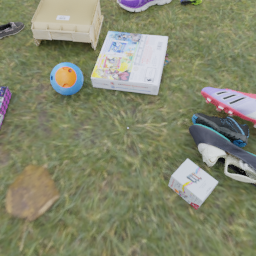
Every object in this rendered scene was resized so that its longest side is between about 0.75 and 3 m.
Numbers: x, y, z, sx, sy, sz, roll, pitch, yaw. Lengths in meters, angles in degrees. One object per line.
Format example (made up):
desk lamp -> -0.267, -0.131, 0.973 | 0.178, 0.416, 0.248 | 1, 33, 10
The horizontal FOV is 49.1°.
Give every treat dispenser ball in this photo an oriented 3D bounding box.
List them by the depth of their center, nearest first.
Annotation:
treat dispenser ball -> -2.170, -1.745, 9.966 | 1.144, 1.144, 1.144 | 0, 56, 0

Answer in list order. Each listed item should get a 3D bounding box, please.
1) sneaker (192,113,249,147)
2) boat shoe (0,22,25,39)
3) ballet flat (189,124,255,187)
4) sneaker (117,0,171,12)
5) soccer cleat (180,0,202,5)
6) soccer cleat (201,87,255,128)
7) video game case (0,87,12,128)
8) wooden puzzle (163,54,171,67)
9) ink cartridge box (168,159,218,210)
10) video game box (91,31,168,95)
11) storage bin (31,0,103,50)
sneaker -> 3.013, -0.060, 9.139 | 1.881, 0.689, 0.770 | 27, 62, 5
boat shoe -> -5.214, -4.269, 12.042 | 1.555, 0.443, 0.520 | -33, 62, -20
ballet flat -> 2.933, 0.874, 8.348 | 2.813, 1.028, 1.028 | 31, 62, 16
sneaker -> 0.789, -6.284, 12.957 | 2.787, 1.163, 1.124 | -22, 59, -13
soccer cleat -> 2.999, -6.083, 13.317 | 1.015, 0.328, 0.424 | -3, 58, -1
soccer cleat -> 3.785, -0.808, 9.223 | 2.753, 0.918, 1.053 | 29, 94, 11
video game case -> -5.568, -0.203, 9.289 | 2.619, 0.517, 2.889 | 1, 56, 1
wooden puzzle -> 1.328, -2.702, 11.230 | 0.555, 0.066, 0.936 | 39, 65, 23
ink cartridge box -> 1.813, 1.583, 7.949 | 1.074, 0.780, 0.777 | 39, 64, 23
video game box -> 0.130, -2.568, 10.776 | 2.473, 0.635, 2.715 | 10, 57, 7
storage bin -> -2.466, -4.461, 11.762 | 2.472, 1.158, 2.454 | 5, 57, 3
